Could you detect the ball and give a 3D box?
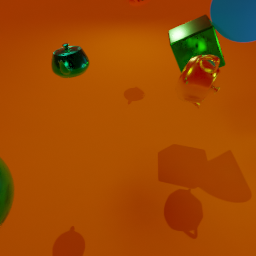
[{"bbox_3d":[-1.944,0.756,3.156,1.234,1.234,1.234,0,40,0],"label":"ball"}]

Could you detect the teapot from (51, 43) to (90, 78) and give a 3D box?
[{"bbox_3d":[-1.025,-1.184,4.850,0.676,0.532,1.087,-5,32,6],"label":"teapot"}]

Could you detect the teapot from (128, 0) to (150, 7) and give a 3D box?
[{"bbox_3d":[0.391,-4.511,9.448,0.806,0.635,1.296,-3,34,21],"label":"teapot"}]

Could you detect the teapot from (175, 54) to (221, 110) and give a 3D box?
[{"bbox_3d":[1.497,-0.925,5.818,0.807,1.647,1.024,32,64,12],"label":"teapot"}]

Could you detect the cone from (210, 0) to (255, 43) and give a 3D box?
[{"bbox_3d":[2.852,-3.059,6.559,1.497,1.497,1.503,16,51,19],"label":"cone"}]

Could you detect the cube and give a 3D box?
[{"bbox_3d":[1.653,-1.966,6.856,1.028,1.028,1.028,-20,32,18],"label":"cube"}]
